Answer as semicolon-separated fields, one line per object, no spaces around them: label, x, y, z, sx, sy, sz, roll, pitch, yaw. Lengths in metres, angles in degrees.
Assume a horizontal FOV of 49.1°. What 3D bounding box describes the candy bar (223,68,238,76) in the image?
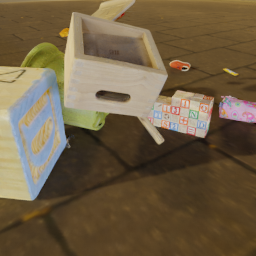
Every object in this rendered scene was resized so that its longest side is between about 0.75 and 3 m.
candy bar;5.530;-3.023;15.072;0.258;0.115;1.035;-11;32;-17

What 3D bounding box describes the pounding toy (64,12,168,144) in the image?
pounding toy;-0.216;-1.196;7.051;2.655;1.888;2.444;7;45;-19

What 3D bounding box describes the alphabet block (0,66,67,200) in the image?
alphabet block;-3.474;0.012;7.432;2.717;2.668;2.653;5;32;8

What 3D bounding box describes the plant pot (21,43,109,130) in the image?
plant pot;-1.950;-1.218;9.842;2.646;2.878;2.878;19;34;10

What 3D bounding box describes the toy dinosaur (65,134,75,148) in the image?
toy dinosaur;-2.028;0.341;9.353;0.412;0.222;0.935;-21;33;-20

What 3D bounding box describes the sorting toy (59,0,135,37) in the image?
sorting toy;-1.140;-3.583;9.486;2.653;0.355;1.977;13;58;46

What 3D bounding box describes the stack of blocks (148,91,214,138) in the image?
stack of blocks;1.755;-0.602;9.867;2.224;1.280;0.651;14;33;23

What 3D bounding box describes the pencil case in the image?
pencil case;4.408;-0.647;10.337;2.034;0.889;0.889;12;33;18

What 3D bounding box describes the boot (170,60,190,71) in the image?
boot;2.849;-3.430;15.484;1.142;0.428;0.612;9;37;14
